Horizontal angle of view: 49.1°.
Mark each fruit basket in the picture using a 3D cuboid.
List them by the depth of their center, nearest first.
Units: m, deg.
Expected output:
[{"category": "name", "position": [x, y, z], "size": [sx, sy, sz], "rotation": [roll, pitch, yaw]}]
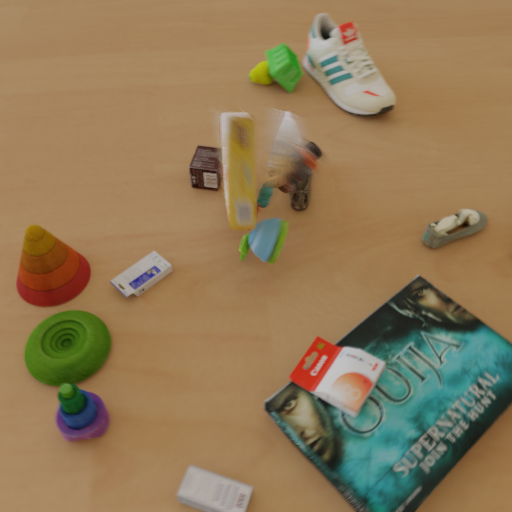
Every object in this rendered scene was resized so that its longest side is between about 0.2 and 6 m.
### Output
[{"category": "fruit basket", "position": [0.508, -5.005, 15.266], "size": [1.361, 0.982, 1.361], "rotation": [-28, 47, 35]}]

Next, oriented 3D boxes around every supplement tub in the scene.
[{"category": "supplement tub", "position": [0.828, -1.839, 11.447], "size": [1.112, 0.595, 0.595], "rotation": [-42, 59, -7]}]

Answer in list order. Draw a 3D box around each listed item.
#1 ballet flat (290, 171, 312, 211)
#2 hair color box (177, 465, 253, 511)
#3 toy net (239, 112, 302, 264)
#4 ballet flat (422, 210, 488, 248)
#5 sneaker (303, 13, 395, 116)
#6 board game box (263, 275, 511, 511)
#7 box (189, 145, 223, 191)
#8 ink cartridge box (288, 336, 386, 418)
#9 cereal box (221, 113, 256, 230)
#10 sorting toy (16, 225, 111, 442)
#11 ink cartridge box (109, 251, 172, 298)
[{"category": "ballet flat", "position": [0.971, -1.779, 12.681], "size": [0.616, 0.424, 1.827], "rotation": [2, 50, 2]}, {"category": "hair color box", "position": [-0.602, 3.532, 8.293], "size": [1.010, 0.306, 0.500], "rotation": [14, 51, 13]}, {"category": "toy net", "position": [0.380, -1.307, 10.962], "size": [0.573, 1.557, 2.967], "rotation": [17, 83, -10]}, {"category": "ballet flat", "position": [4.215, -0.669, 11.665], "size": [1.704, 0.543, 0.574], "rotation": [-24, 50, -19]}, {"category": "sneaker", "position": [2.396, -5.079, 14.662], "size": [1.229, 1.632, 3.492], "rotation": [-21, 53, -18]}, {"category": "board game box", "position": [2.440, 2.214, 9.240], "size": [3.931, 0.553, 2.659], "rotation": [-34, 58, -25]}, {"category": "box", "position": [-1.101, -1.987, 12.706], "size": [0.645, 0.652, 0.786], "rotation": [8, 50, 6]}, {"category": "ink cartridge box", "position": [1.301, 1.846, 9.001], "size": [1.249, 0.313, 1.013], "rotation": [28, 55, 20]}, {"category": "cereal box", "position": [-0.372, -1.742, 10.816], "size": [0.545, 1.984, 2.758], "rotation": [-3, 14, -5]}, {"category": "sorting toy", "position": [-3.453, 1.009, 9.658], "size": [1.502, 1.492, 4.333], "rotation": [-17, 51, -14]}, {"category": "ink cartridge box", "position": [-2.251, 0.403, 10.986], "size": [1.131, 0.222, 0.563], "rotation": [-36, 59, -28]}]
